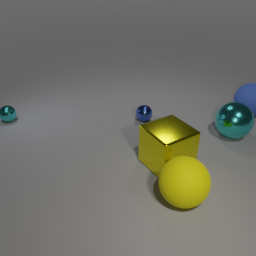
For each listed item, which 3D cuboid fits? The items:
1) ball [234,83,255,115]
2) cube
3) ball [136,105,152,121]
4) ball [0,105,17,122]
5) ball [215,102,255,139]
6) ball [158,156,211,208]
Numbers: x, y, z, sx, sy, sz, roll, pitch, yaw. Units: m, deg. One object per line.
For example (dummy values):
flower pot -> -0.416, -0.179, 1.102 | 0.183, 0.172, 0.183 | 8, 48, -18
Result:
ball -> 5.305, -1.232, 12.077 | 1.400, 1.400, 1.400 | 0, 31, 0
cube -> 1.298, 0.602, 9.112 | 1.400, 1.400, 1.400 | -18, 36, -27
ball -> 0.683, -0.629, 11.826 | 0.700, 0.700, 0.700 | 0, 31, 0
ball -> -5.054, -0.602, 11.753 | 0.700, 0.700, 0.700 | 0, 31, 0
ball -> 4.018, -0.287, 10.587 | 1.400, 1.400, 1.400 | 0, 31, 0
ball -> 1.538, 1.473, 7.660 | 1.400, 1.400, 1.400 | 0, 31, 0
